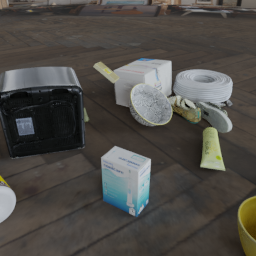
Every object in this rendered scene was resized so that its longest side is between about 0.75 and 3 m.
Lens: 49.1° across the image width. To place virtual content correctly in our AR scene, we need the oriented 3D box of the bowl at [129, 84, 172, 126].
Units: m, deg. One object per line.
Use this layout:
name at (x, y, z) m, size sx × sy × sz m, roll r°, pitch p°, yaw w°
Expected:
bowl at (0.751, -0.755, 11.342) m, size 1.929 × 0.905 × 1.929 m, roll 16°, pitch 53°, yaw -22°

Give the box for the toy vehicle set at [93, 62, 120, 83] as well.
toy vehicle set at (-0.825, -2.174, 10.911) m, size 1.002 × 0.133 × 0.623 m, roll 40°, pitch 27°, yaw 0°

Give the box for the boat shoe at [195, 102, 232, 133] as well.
boat shoe at (3.619, -0.563, 11.421) m, size 0.725 × 0.805 × 2.277 m, roll -11°, pitch 31°, yaw -14°

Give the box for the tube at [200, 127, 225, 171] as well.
tube at (2.873, 0.720, 9.603) m, size 0.580 × 0.519 × 1.998 m, roll -29°, pitch 23°, yaw 30°

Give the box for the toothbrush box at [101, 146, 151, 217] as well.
toothbrush box at (-0.060, 1.397, 7.382) m, size 1.123 × 1.534 × 0.654 m, roll 17°, pitch 35°, yaw 28°

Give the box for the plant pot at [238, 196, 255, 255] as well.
plant pot at (3.124, 2.443, 5.886) m, size 1.703 × 1.209 × 1.703 m, roll -1°, pitch 27°, yaw 1°

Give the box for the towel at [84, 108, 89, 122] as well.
towel at (-2.198, -0.555, 11.970) m, size 0.930 × 0.229 × 1.254 m, roll -9°, pitch 32°, yaw -13°

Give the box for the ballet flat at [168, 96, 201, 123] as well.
ballet flat at (2.284, -0.987, 12.185) m, size 0.817 × 0.817 × 2.312 m, roll -18°, pitch 35°, yaw -28°

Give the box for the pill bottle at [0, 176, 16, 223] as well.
pill bottle at (-3.939, 1.587, 7.444) m, size 1.141 × 1.141 × 2.089 m, roll -26°, pitch 39°, yaw -36°

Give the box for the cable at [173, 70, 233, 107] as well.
cable at (3.645, -2.069, 13.780) m, size 2.823 × 0.977 × 2.823 m, roll 6°, pitch 31°, yaw 10°

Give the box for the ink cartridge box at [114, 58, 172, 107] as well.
ink cartridge box at (0.721, -2.093, 13.036) m, size 1.722 × 1.692 × 2.339 m, roll 16°, pitch 34°, yaw 34°

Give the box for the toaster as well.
toaster at (-2.883, -0.611, 9.379) m, size 2.641 × 2.920 × 1.733 m, roll -9°, pitch 39°, yaw -15°
